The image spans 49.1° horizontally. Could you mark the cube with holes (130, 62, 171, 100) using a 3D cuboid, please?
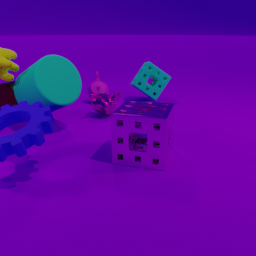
[{"bbox_3d":[0.848,-1.810,10.789,1.024,1.024,1.024,33,5,-11],"label":"cube with holes"}]

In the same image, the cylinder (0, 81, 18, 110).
[{"bbox_3d":[-3.458,-0.973,9.156,1.187,1.187,1.187,11,23,28],"label":"cylinder"}]

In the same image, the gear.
[{"bbox_3d":[-2.193,0.009,5.334,1.531,0.283,1.531,-7,37,5],"label":"gear"}]

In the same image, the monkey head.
[{"bbox_3d":[-0.730,-0.910,9.230,0.793,0.947,1.317,34,7,17],"label":"monkey head"}]

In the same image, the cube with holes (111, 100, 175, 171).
[{"bbox_3d":[0.363,0.108,6.284,1.152,1.152,1.152,6,21,15],"label":"cube with holes"}]

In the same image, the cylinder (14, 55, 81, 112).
[{"bbox_3d":[-2.261,-1.159,7.882,1.396,1.396,1.396,-21,5,-44],"label":"cylinder"}]

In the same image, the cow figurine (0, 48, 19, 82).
[{"bbox_3d":[-3.526,-1.685,7.287,1.232,1.252,0.687,19,61,-7],"label":"cow figurine"}]

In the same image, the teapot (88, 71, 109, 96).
[{"bbox_3d":[-1.129,-1.509,10.731,0.826,1.328,0.650,-5,-18,-11],"label":"teapot"}]
